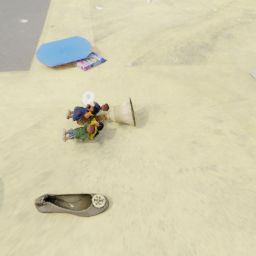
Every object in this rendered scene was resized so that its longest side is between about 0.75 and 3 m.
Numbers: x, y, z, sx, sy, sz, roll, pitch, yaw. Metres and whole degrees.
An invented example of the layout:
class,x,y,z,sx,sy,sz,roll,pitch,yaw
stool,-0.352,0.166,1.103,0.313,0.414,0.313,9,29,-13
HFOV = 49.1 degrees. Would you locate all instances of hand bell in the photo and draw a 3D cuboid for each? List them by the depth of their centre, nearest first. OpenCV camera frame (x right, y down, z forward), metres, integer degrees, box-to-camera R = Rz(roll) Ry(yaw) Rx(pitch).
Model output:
class,x,y,z,sx,sy,sz,roll,pitch,yaw
hand bell,-0.718,-0.344,8.550,1.776,0.925,0.925,-10,42,6

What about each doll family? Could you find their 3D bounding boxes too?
class,x,y,z,sx,sy,sz,roll,pitch,yaw
doll family,-1.179,-0.251,8.257,1.148,0.779,1.986,-14,48,13

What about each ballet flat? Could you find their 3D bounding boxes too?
class,x,y,z,sx,sy,sz,roll,pitch,yaw
ballet flat,-1.291,1.701,6.433,1.707,0.396,0.575,2,42,0

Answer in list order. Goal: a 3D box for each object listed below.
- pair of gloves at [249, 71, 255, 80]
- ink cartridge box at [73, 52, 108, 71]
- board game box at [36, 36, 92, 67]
class,x,y,z,sx,sy,sz,roll,pitch,yaw
pair of gloves,5.373,-1.939,10.551,1.275,0.223,1.084,-7,43,-6
ink cartridge box,-1.524,-2.758,11.436,1.234,0.259,0.737,-32,52,-32
board game box,-2.609,-3.036,11.622,2.286,0.445,1.806,-18,50,-11
